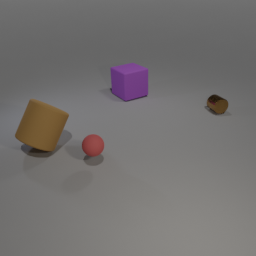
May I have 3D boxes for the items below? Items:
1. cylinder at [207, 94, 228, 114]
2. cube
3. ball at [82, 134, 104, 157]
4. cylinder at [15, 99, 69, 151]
[{"bbox_3d":[4.023,-1.081,12.607,0.700,0.700,0.700,-8,26,-14],"label":"cylinder"},{"bbox_3d":[0.075,-2.367,14.188,1.400,1.400,1.400,-18,32,-27],"label":"cube"},{"bbox_3d":[-1.090,0.543,8.752,0.700,0.700,0.700,0,29,0],"label":"ball"},{"bbox_3d":[-2.937,-0.104,9.623,1.400,1.400,1.400,23,2,-1],"label":"cylinder"}]
